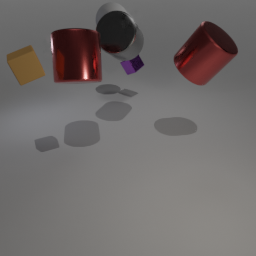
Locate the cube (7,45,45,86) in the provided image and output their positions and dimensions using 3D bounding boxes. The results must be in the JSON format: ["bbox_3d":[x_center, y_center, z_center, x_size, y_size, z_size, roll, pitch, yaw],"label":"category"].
[{"bbox_3d":[-2.680,-1.655,7.356,0.700,0.700,0.700,-26,35,-9],"label":"cube"}]

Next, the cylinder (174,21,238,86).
[{"bbox_3d":[2.369,-2.274,8.639,1.400,1.400,1.400,20,46,-23],"label":"cylinder"}]

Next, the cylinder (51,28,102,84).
[{"bbox_3d":[-1.477,-2.024,8.124,1.400,1.400,1.400,-2,7,0],"label":"cylinder"}]

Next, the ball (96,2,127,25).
[{"bbox_3d":[-0.680,-4.607,11.960,1.400,1.400,1.400,0,29,0],"label":"ball"}]

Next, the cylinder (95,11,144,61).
[{"bbox_3d":[-0.255,-3.143,9.724,1.400,1.400,1.400,7,6,13],"label":"cylinder"}]

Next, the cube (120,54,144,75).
[{"bbox_3d":[0.205,-3.046,13.315,0.700,0.700,0.700,-44,22,-27],"label":"cube"}]
